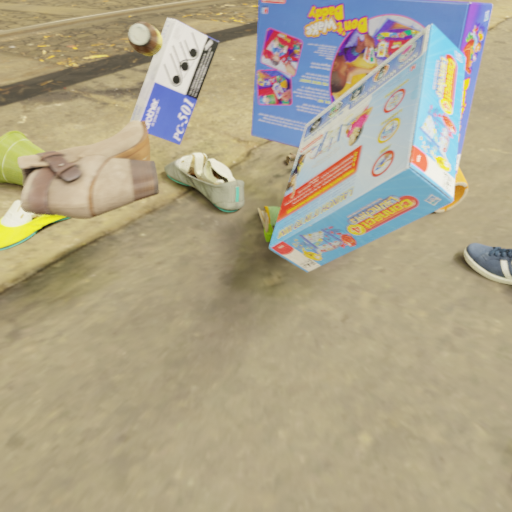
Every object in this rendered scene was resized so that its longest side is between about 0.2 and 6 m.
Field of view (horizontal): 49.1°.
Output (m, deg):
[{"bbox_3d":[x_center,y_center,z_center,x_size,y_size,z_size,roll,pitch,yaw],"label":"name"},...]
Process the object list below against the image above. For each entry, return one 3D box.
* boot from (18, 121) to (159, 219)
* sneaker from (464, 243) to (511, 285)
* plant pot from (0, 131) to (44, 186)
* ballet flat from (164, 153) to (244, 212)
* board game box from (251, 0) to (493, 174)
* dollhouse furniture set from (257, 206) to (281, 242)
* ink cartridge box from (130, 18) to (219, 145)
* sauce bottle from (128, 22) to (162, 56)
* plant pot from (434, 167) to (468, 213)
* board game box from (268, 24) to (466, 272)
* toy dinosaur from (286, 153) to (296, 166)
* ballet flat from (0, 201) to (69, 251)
[{"bbox_3d":[-2.534,-1.387,8.419,1.912,0.918,2.615,-7,31,-13],"label":"boot"},{"bbox_3d":[5.156,0.080,10.621,2.376,1.004,0.891,27,43,34],"label":"sneaker"},{"bbox_3d":[-5.583,-2.220,13.849,1.300,1.369,1.369,23,39,11],"label":"plant pot"},{"bbox_3d":[-1.257,-2.028,13.687,0.995,0.940,2.952,-18,38,-35],"label":"ballet flat"},{"bbox_3d":[1.924,-3.457,10.968,4.452,2.993,0.997,24,31,36],"label":"board game box"},{"bbox_3d":[0.582,-0.832,12.206,0.891,0.688,1.783,-5,35,-8],"label":"dollhouse furniture set"},{"bbox_3d":[-1.818,-3.815,12.390,1.143,2.432,0.538,13,17,-39],"label":"ink cartridge box"},{"bbox_3d":[-1.943,-3.763,9.699,0.528,0.528,1.632,-2,18,-2],"label":"sauce bottle"},{"bbox_3d":[4.152,-1.821,13.096,1.519,1.519,1.391,-13,52,-18],"label":"plant pot"},{"bbox_3d":[1.731,-1.600,8.905,0.858,3.069,3.005,32,56,-22],"label":"board game box"},{"bbox_3d":[1.527,-2.776,15.190,1.347,0.775,2.664,6,40,-19],"label":"toy dinosaur"},{"bbox_3d":[-4.878,-0.946,12.276,0.786,0.789,2.353,28,44,32],"label":"ballet flat"}]
